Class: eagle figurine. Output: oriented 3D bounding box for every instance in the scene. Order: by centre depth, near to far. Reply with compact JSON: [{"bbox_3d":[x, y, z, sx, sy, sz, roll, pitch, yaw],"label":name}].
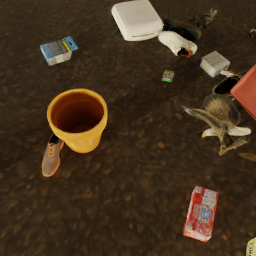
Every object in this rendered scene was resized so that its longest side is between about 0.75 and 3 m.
[{"bbox_3d":[3.429,-0.233,10.897,1.843,1.853,2.442,-28,79,16],"label":"eagle figurine"}]

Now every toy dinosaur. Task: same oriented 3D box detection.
[{"bbox_3d":[4.000,-5.987,15.631,2.035,0.783,1.041,-10,42,2],"label":"toy dinosaur"}]

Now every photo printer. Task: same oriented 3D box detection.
[{"bbox_3d":[0.537,-5.822,15.239,2.242,0.936,2.695,-13,56,-11],"label":"photo printer"}]

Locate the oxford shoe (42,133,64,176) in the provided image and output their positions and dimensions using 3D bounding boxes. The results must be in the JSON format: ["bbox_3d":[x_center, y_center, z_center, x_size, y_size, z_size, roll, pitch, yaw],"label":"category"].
[{"bbox_3d":[-2.942,0.941,10.715,0.651,0.666,1.826,3,55,2],"label":"oxford shoe"}]

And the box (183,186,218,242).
[{"bbox_3d":[2.431,2.847,9.336,0.778,0.746,1.562,15,56,10],"label":"box"}]

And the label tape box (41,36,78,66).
[{"bbox_3d":[-3.446,-3.914,14.192,1.609,0.509,1.160,-23,58,-15],"label":"label tape box"}]

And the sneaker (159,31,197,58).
[{"bbox_3d":[2.395,-4.243,14.267,2.112,0.769,0.894,28,60,18],"label":"sneaker"}]

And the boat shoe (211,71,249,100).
[{"bbox_3d":[4.727,-1.868,12.565,2.785,0.839,0.993,-36,63,-22],"label":"boat shoe"}]

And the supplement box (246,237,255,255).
[{"bbox_3d":[4.259,3.858,8.452,1.041,1.040,0.699,16,57,11],"label":"supplement box"}]

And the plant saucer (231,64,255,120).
[{"bbox_3d":[5.746,-1.302,12.046,2.401,0.441,2.396,47,65,3],"label":"plant saucer"}]

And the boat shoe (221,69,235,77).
[{"bbox_3d":[4.812,-2.593,13.440,0.776,0.269,0.275,16,37,-13],"label":"boat shoe"}]

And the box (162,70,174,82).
[{"bbox_3d":[1.930,-2.517,13.349,0.474,0.195,0.807,11,43,10],"label":"box"}]

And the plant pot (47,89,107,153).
[{"bbox_3d":[-1.806,-0.077,10.659,2.097,1.919,2.097,0,55,-1],"label":"plant pot"}]

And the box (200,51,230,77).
[{"bbox_3d":[4.196,-3.109,13.616,0.938,0.535,1.020,-28,60,-18],"label":"box"}]

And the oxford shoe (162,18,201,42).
[{"bbox_3d":[2.889,-5.325,15.119,2.269,0.824,0.958,32,45,18],"label":"oxford shoe"}]

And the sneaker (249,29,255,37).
[{"bbox_3d":[6.892,-4.966,15.085,0.501,0.328,0.867,-36,52,-16],"label":"sneaker"}]
